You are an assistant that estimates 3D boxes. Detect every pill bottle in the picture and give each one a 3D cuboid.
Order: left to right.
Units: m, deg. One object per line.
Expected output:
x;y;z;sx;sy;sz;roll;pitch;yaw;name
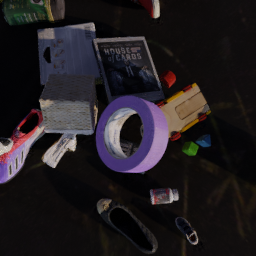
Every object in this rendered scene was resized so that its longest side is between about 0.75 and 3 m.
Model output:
1.216;2.282;9.429;0.890;0.493;0.493;-5;70;-1;pill bottle

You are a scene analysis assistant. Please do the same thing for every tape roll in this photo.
0.071;0.202;8.634;2.310;0.758;2.310;-10;74;39;tape roll

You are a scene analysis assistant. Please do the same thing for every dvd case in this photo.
-0.009;-2.226;10.858;2.232;0.367;2.970;-9;71;-19;dvd case

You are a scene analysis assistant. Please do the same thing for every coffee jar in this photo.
-3.906;-5.073;11.837;2.432;1.038;1.268;-4;66;-1;coffee jar

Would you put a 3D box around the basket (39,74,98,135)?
-1.988;-0.870;9.816;1.771;1.424;1.755;3;44;-1;basket

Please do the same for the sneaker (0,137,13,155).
-4.774;0.832;9.275;2.795;1.050;1.133;-6;76;38;sneaker

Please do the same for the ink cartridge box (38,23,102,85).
-2.342;-2.893;11.292;2.321;0.582;2.674;-9;70;-2;ink cartridge box

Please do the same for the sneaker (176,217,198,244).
1.937;3.319;9.112;0.381;0.385;0.970;-36;72;-11;sneaker

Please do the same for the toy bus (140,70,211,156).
1.512;-0.425;9.740;2.667;1.378;2.517;18;74;-21;toy bus

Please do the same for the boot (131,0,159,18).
0.194;-5.653;12.128;1.976;0.992;2.739;-14;62;-5;boot

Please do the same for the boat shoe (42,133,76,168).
-2.156;0.572;10.003;0.687;0.701;1.981;40;74;1;boat shoe

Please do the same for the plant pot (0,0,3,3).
-6.168;-6.151;12.109;1.420;1.411;1.453;12;76;4;plant pot

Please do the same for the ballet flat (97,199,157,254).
-0.011;3.083;9.030;2.392;0.680;0.795;36;74;12;ballet flat

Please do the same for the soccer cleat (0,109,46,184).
-3.849;0.579;9.749;0.986;1.057;2.889;30;73;10;soccer cleat

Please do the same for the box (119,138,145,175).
0.067;0.987;9.890;1.317;0.519;0.929;17;68;6;box
